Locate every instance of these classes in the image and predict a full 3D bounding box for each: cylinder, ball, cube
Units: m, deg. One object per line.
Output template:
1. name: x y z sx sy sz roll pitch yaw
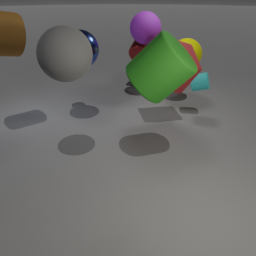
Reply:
1. cylinder: 3.029 -1.941 11.818 0.700 0.700 0.700 -6 24 21
2. cylinder: 0.896 -1.616 7.567 1.400 1.400 1.400 36 31 -26
3. cylinder: 0.926 -4.308 14.963 1.400 1.400 1.400 14 62 25
4. ball: 2.681 -3.390 12.854 1.400 1.400 1.400 0 27 0
5. cube: 1.675 -2.371 10.639 1.400 1.400 1.400 8 53 -26
6. ball: -1.608 -1.880 7.145 1.400 1.400 1.400 0 27 0
7. cylinder: -4.207 -3.013 8.944 1.400 1.400 1.400 -11 28 -41
8. ball: 0.783 -4.491 12.565 1.400 1.400 1.400 0 27 0
9. ball: -1.776 -2.898 10.318 1.400 1.400 1.400 0 27 0
